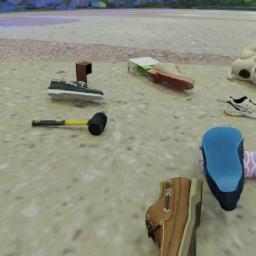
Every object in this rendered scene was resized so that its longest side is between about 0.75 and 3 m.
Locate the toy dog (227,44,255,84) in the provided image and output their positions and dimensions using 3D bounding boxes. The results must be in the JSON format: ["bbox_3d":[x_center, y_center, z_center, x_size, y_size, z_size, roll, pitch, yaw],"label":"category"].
[{"bbox_3d":[5.670,-2.650,12.444,2.018,1.452,2.081,-19,31,-4],"label":"toy dog"}]

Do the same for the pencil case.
[{"bbox_3d":[2.494,0.859,6.747,1.557,0.666,0.653,5,71,8],"label":"pencil case"}]

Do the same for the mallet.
[{"bbox_3d":[-1.840,-0.213,8.954,2.445,0.503,0.805,4,29,16],"label":"mallet"}]

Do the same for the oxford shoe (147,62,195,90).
[{"bbox_3d":[1.928,-2.360,12.058,2.559,0.906,0.944,30,79,42],"label":"oxford shoe"}]

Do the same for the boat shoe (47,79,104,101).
[{"bbox_3d":[-1.994,-1.495,10.692,2.286,0.690,0.864,7,-11,9],"label":"boat shoe"}]

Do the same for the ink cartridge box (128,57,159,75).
[{"bbox_3d":[0.891,-2.976,13.844,1.236,0.633,1.672,-13,32,-24],"label":"ink cartridge box"}]

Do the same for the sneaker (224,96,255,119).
[{"bbox_3d":[4.154,-0.747,9.640,1.552,0.680,0.587,4,27,5],"label":"sneaker"}]

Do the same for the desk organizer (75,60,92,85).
[{"bbox_3d":[-1.780,-2.050,11.433,0.495,1.286,0.461,18,33,26],"label":"desk organizer"}]

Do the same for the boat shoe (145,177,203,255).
[{"bbox_3d":[0.747,1.761,4.845,0.898,0.950,2.641,3,19,18],"label":"boat shoe"}]

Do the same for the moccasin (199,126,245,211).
[{"bbox_3d":[1.970,0.750,5.990,1.008,0.855,2.506,-1,24,24],"label":"moccasin"}]
